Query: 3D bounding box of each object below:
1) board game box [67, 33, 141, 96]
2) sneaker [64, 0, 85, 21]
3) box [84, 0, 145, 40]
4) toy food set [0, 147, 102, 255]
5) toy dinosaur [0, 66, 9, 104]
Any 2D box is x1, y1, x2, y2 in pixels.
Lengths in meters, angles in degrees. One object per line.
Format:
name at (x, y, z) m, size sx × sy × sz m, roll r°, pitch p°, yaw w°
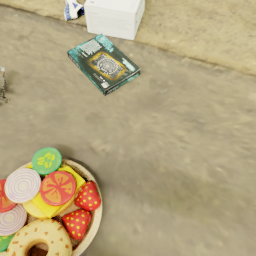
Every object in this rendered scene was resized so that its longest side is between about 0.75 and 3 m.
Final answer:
board game box at (-0.722, -1.918, 8.243) m, size 1.308 × 0.272 × 1.934 m, roll -34°, pitch 65°, yaw -18°
sneaker at (-1.772, -4.088, 9.472) m, size 0.655 × 0.458 × 1.134 m, roll 0°, pitch 66°, yaw -4°
box at (-0.365, -3.841, 8.929) m, size 1.599 × 1.045 × 1.591 m, roll 12°, pitch 60°, yaw 7°
toy food set at (-1.803, 1.703, 5.894) m, size 2.464 × 0.605 × 2.489 m, roll 36°, pitch 66°, yaw 19°
toy dinosaur at (-3.773, -0.911, 7.559) m, size 0.825 × 0.621 × 1.613 m, roll 34°, pitch 70°, yaw 31°
